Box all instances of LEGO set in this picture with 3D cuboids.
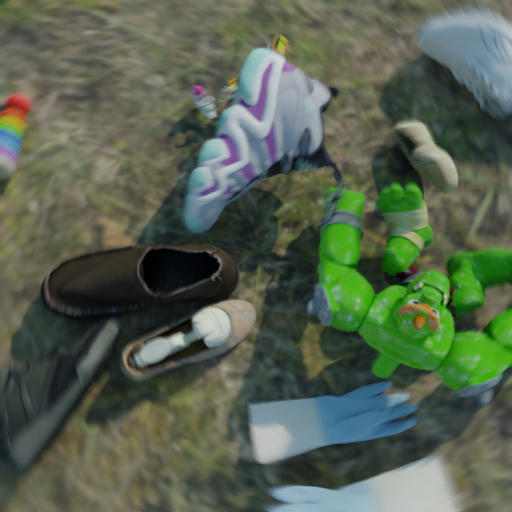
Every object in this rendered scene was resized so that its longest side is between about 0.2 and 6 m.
[{"bbox_3d":[-0.061,-3.281,10.205,2.247,0.836,1.033,-40,78,-11],"label":"LEGO set"}]

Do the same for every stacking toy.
[{"bbox_3d":[-4.477,-2.220,10.113,0.664,0.664,1.556,9,67,2],"label":"stacking toy"}]

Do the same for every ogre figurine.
[{"bbox_3d":[2.606,0.610,8.645,4.080,2.002,2.446,36,61,-7],"label":"ogre figurine"}]

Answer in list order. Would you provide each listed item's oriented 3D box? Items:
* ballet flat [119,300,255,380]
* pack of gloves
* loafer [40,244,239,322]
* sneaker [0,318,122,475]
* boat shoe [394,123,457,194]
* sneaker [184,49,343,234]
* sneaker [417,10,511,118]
[{"bbox_3d":[-1.076,1.347,8.953,2.361,0.794,0.804,-27,76,-7],"label":"ballet flat"},{"bbox_3d":[1.364,3.175,8.560,2.642,0.521,2.220,-10,52,-2],"label":"pack of gloves"},{"bbox_3d":[-1.925,0.262,9.057,3.274,1.168,1.195,-10,75,-3],"label":"loafer"},{"bbox_3d":[-3.321,1.838,8.694,1.526,1.019,2.665,37,83,3],"label":"sneaker"},{"bbox_3d":[2.930,-1.706,9.793,0.508,0.564,1.564,-7,59,-29],"label":"boat shoe"},{"bbox_3d":[0.314,-1.516,9.178,2.239,1.244,3.201,25,97,-1],"label":"sneaker"},{"bbox_3d":[4.357,-3.335,10.128,3.136,1.168,1.366,26,81,8],"label":"sneaker"}]
